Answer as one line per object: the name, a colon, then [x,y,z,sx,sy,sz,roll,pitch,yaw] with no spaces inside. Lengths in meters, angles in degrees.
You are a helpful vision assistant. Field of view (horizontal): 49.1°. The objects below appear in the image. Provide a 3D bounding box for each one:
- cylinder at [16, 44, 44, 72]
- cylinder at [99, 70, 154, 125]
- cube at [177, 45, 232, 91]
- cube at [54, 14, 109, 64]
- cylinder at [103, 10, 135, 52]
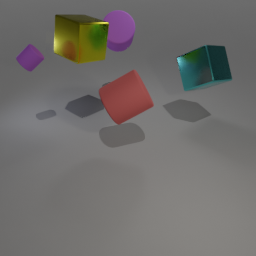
cylinder: [-3.481,-2.498,9.986,0.700,0.700,0.700,-41,34,9]
cylinder: [-0.047,-1.035,9.481,1.400,1.400,1.400,-28,30,10]
cube: [3.008,-2.334,11.028,1.400,1.400,1.400,-13,0,-41]
cube: [-1.722,-3.300,10.297,1.400,1.400,1.400,30,35,32]
cylinder: [-0.430,-4.205,12.285,1.400,1.400,1.400,-2,2,-3]
